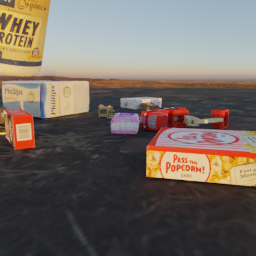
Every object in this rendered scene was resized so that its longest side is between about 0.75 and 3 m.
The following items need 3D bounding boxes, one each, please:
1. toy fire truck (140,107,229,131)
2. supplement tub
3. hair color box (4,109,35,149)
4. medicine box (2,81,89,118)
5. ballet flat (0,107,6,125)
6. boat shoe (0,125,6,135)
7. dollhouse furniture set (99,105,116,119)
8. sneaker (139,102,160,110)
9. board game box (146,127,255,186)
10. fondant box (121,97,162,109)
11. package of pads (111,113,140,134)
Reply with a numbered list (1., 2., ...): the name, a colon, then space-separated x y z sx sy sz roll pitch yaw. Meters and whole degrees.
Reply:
1. toy fire truck: 1.764 -0.261 8.578 2.416 0.589 1.704 -8 13 -40
2. supplement tub: -3.148 -2.966 7.270 2.074 2.872 2.074 12 18 -4
3. hair color box: -2.641 -0.019 6.740 0.461 0.764 1.504 -6 11 -28
4. medicine box: -3.543 -1.354 12.297 2.530 1.429 2.777 7 13 34
5. ballet flat: -4.592 -0.290 8.993 2.917 0.676 0.983 3 18 45
6. boat shoe: -3.281 -0.019 8.024 0.930 0.308 0.348 -7 12 -34
7. dollhouse furniture set: -0.592 -0.674 11.182 0.890 0.495 0.787 9 13 41
8. sneaker: 0.975 -1.063 13.732 1.045 0.372 0.588 5 12 -15
9. board game box: 1.591 0.429 4.819 2.297 0.532 1.740 2 10 13
10. fondant box: 0.694 -1.331 14.829 1.790 0.521 1.292 -9 13 -36
11. package of pads: -0.056 -0.149 8.255 0.776 0.487 1.287 3 10 3
